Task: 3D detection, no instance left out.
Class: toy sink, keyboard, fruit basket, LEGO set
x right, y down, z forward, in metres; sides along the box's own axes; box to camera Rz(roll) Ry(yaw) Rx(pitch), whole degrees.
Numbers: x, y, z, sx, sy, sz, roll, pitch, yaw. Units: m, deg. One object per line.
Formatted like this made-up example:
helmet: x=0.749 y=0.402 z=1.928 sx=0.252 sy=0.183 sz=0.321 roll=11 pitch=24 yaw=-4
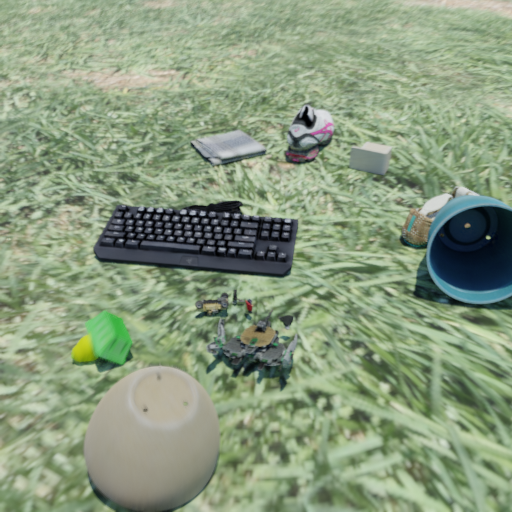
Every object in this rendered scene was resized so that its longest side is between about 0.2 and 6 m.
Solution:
toy sink: x=2.914 y=-2.516 z=14.290 sx=0.930 sy=0.606 sz=0.521 roll=16 pitch=38 yaw=22
keyboard: x=-1.131 y=-0.589 z=11.710 sx=3.967 sy=0.509 sz=2.382 roll=6 pitch=36 yaw=6
fruit basket: x=-2.490 y=1.417 z=8.950 sx=0.904 sy=0.652 sz=0.904 roll=-22 pitch=52 yaw=32
LEGO set: x=-0.125 y=1.318 z=9.107 sx=1.511 sy=0.659 sz=2.326 roll=-6 pitch=23 yaw=-11

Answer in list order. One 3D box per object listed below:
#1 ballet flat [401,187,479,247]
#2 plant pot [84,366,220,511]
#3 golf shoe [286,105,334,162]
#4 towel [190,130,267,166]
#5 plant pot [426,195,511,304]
ballet flat: x=4.186 y=-0.968 z=11.902 sx=2.638 sy=0.861 sz=0.930 roll=-24 pitch=42 yaw=-30
plant pot: x=-1.226 y=2.072 z=7.032 sx=1.759 sy=1.181 sz=1.759 roll=10 pitch=41 yaw=-9
golf shoe: x=1.557 y=-3.563 z=15.254 sx=0.952 sy=1.207 sz=2.621 roll=11 pitch=36 yaw=16
towel: x=-0.793 y=-2.997 z=15.237 sx=1.657 sy=0.286 sz=1.596 roll=-18 pitch=40 yaw=-23
plant pot: x=4.006 y=-0.318 z=10.350 sx=1.842 sy=1.842 sz=1.731 roll=6 pitch=23 yaw=8
